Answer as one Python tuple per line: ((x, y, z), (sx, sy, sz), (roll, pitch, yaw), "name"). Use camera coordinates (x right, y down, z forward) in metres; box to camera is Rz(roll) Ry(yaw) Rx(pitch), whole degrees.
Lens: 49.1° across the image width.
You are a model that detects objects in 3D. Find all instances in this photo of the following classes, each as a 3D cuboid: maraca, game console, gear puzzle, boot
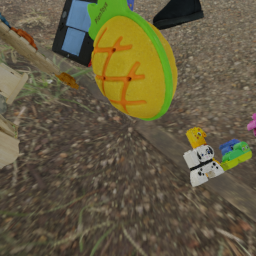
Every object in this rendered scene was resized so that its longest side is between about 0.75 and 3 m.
((-0.033, -1.370, 5.241), (1.422, 1.823, 2.659), (-25, 86, -33), "maraca")
((-1.442, -2.919, 8.245), (2.097, 1.855, 0.326), (31, 11, 40), "game console")
((-2.124, -1.770, 6.435), (0.358, 2.731, 1.415), (-57, 32, -10), "gear puzzle")
((1.083, -3.294, 6.770), (1.882, 1.582, 0.719), (-30, 18, -37), "boot")

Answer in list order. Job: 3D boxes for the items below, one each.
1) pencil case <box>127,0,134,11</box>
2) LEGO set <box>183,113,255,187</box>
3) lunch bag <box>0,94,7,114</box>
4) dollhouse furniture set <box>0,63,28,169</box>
((-0.286, -2.906, 7.150), (0.812, 2.082, 0.904), (6, 2, -28), "pencil case")
((1.429, 0.241, 4.407), (1.922, 0.733, 0.789), (-18, 77, -29), "LEGO set")
((-4.260, -1.074, 5.854), (1.986, 2.850, 2.390), (30, 46, 28), "lunch bag")
((-2.100, -0.339, 4.848), (1.445, 0.909, 1.634), (-56, 26, 1), "dollhouse furniture set")
